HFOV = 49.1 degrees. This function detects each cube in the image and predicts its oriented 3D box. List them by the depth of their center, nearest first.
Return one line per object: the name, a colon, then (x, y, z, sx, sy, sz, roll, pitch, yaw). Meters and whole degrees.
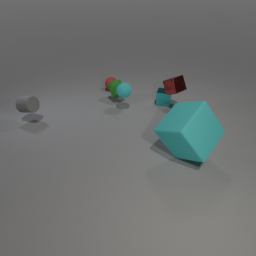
cube: (2.039, 0.102, 9.297, 1.400, 1.400, 1.400, -49, 24, -21)
cube: (2.154, -1.973, 12.922, 0.700, 0.700, 0.700, -25, 13, -31)
cube: (1.783, -1.529, 13.797, 0.700, 0.700, 0.700, 6, 30, 11)

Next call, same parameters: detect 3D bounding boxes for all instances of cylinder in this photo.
cylinder: (-4.208, -0.993, 11.753, 0.700, 0.700, 0.700, 2, 27, 31)
cylinder: (-0.564, -1.931, 13.878, 0.700, 0.700, 0.700, -21, -4, -1)

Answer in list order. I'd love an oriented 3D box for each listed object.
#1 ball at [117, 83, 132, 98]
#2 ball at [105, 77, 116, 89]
ball: (-0.172, -1.711, 12.765, 0.700, 0.700, 0.700, 0, 29, 0)
ball: (-0.910, -2.423, 15.281, 0.700, 0.700, 0.700, 0, 29, 0)
